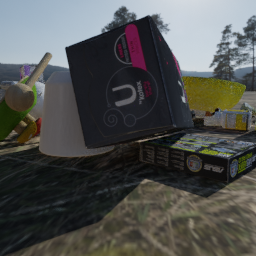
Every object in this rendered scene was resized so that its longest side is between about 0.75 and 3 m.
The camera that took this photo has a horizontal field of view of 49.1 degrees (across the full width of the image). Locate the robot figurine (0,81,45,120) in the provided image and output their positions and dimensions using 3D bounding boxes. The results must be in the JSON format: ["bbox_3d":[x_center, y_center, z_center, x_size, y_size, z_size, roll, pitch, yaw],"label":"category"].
[{"bbox_3d":[-3.840,-1.048,10.618,2.478,1.399,2.101,6,-25,33],"label":"robot figurine"}]

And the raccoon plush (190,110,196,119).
[{"bbox_3d":[2.040,-0.609,9.958,0.454,0.939,0.629,-39,4,29],"label":"raccoon plush"}]

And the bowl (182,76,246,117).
[{"bbox_3d":[3.042,-1.094,10.786,2.580,1.388,2.580,9,5,-1],"label":"bowl"}]

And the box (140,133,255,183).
[{"bbox_3d":[1.273,0.437,4.995,1.699,0.376,1.361,8,13,43],"label":"box"}]

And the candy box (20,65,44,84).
[{"bbox_3d":[-4.935,-2.052,14.393,0.954,2.236,2.666,-4,10,-24],"label":"candy box"}]

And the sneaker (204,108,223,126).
[{"bbox_3d":[3.220,-0.373,9.310,1.405,0.595,0.511,-1,8,-15],"label":"sneaker"}]

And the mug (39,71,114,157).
[{"bbox_3d":[-1.269,-0.379,6.090,1.996,1.639,1.599,6,11,33],"label":"mug"}]

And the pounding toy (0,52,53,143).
[{"bbox_3d":[-2.485,-0.328,6.790,2.541,1.179,1.961,-35,22,35],"label":"pounding toy"}]

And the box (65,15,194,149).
[{"bbox_3d":[0.263,-0.645,5.408,1.495,1.723,2.818,-14,-4,18],"label":"box"}]

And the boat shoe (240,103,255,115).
[{"bbox_3d":[5.313,-0.770,12.376,0.443,0.514,1.429,21,18,4],"label":"boat shoe"}]

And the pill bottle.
[{"bbox_3d":[3.215,-0.262,8.604,1.045,0.585,0.585,6,11,25],"label":"pill bottle"}]
